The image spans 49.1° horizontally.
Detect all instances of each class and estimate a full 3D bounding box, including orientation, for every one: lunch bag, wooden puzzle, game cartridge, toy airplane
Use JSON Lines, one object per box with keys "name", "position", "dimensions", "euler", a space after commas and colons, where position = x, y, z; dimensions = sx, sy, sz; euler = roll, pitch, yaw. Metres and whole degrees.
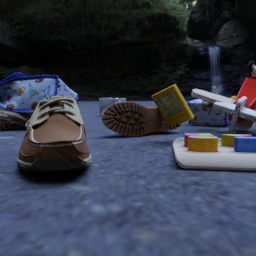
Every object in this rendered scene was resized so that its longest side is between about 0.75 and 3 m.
{"name": "lunch bag", "position": [-3.173, -0.930, 9.655], "dimensions": [2.417, 1.497, 2.055], "euler": [-2, -12, 10]}
{"name": "wooden puzzle", "position": [1.677, 0.311, 4.924], "dimensions": [1.720, 0.430, 1.857], "euler": [1, 7, 8]}
{"name": "game cartridge", "position": [1.007, -0.486, 6.400], "dimensions": [0.141, 0.870, 0.767], "euler": [-36, 8, -37]}
{"name": "toy airplane", "position": [3.433, -0.548, 8.095], "dimensions": [2.585, 1.832, 2.596], "euler": [-11, 43, -3]}
{"name": "lunch bag", "position": [3.196, -0.647, 10.424], "dimensions": [1.462, 1.065, 1.719], "euler": [4, 16, 32]}

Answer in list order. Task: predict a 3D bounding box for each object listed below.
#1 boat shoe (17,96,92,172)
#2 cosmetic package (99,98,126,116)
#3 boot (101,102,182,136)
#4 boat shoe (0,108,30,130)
{"name": "boat shoe", "position": [-1.276, -0.008, 4.787], "dimensions": [1.111, 1.084, 2.936], "euler": [-2, 7, -16]}
{"name": "cosmetic package", "position": [-0.799, -1.054, 14.245], "dimensions": [0.691, 0.961, 1.703], "euler": [-5, 10, -33]}
{"name": "boot", "position": [0.217, -0.210, 8.024], "dimensions": [2.430, 0.912, 1.303], "euler": [1, -2, -31]}
{"name": "boat shoe", "position": [-3.837, -0.213, 8.739], "dimensions": [1.768, 0.636, 0.638], "euler": [20, -13, -18]}
